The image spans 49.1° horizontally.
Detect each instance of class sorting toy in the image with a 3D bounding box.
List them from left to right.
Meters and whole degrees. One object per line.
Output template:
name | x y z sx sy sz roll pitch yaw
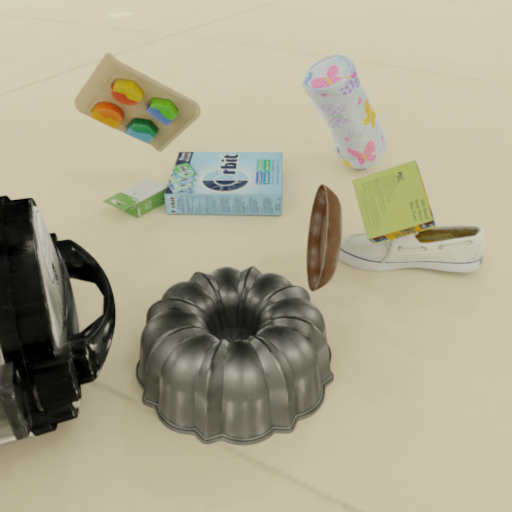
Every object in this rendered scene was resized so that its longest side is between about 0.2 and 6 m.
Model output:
sorting toy | -2.307 -2.792 10.699 1.966 1.820 0.359 26 59 -28

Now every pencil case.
pencil case | 1.868 -2.919 11.614 1.132 2.496 1.038 7 61 35

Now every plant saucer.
plant saucer | 1.008 -0.254 8.297 0.276 1.601 1.601 6 35 -5

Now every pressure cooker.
pressure cooker | -3.264 0.777 6.343 3.252 2.905 2.860 -11 75 -16

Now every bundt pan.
bundt pan | -0.296 1.071 7.465 2.733 1.026 2.733 -1 35 0

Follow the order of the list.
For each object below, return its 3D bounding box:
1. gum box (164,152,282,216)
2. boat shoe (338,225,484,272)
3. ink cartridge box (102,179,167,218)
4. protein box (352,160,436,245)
gum box | -0.593 -1.522 11.514 2.269 0.505 1.928 1 36 1
boat shoe | 2.538 -0.332 9.312 2.420 1.032 0.894 4 37 15
ink cartridge box | -2.353 -1.082 11.030 0.612 0.350 1.179 24 42 30
protein box | 2.084 -0.781 8.441 0.962 0.955 0.649 -17 -12 20
